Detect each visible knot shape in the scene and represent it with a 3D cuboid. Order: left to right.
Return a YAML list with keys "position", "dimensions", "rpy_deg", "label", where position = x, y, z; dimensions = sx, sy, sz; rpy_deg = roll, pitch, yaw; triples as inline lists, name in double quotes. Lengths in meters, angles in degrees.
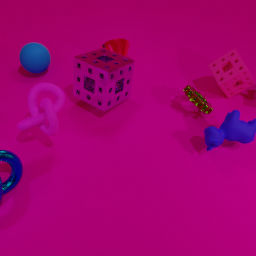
- position: [-3.460, 1.222, 6.844]
  dimensions: [1.767, 0.872, 1.888]
  rpy_deg: [-25, 85, -27]
  label: "knot shape"
- position: [-2.345, -0.564, 7.802]
  dimensions: [1.590, 0.735, 1.488]
  rpy_deg: [1, 72, 36]
  label: "knot shape"

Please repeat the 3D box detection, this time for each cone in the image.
- position: [-0.373, -2.599, 10.779]
  dimensions: [1.179, 1.179, 1.183]
  rpy_deg: [-11, 75, -10]
  label: "cone"

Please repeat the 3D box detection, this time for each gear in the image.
- position: [2.269, -0.924, 9.031]
  dimensions: [1.153, 0.213, 1.153]
  rpy_deg: [35, 24, -19]
  label: "gear"

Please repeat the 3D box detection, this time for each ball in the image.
- position: [-3.414, -2.573, 10.307]
  dimensions: [1.102, 1.102, 1.102]
  rpy_deg: [0, 48, 0]
  label: "ball"

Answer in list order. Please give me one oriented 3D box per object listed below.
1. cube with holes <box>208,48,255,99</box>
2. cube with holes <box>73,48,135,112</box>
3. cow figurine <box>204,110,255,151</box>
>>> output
- position: [3.495, -1.817, 9.449]
  dimensions: [0.981, 0.981, 0.981]
  rpy_deg: [-31, 52, 24]
  label: "cube with holes"
- position: [-0.796, -1.611, 9.086]
  dimensions: [1.361, 1.361, 1.361]
  rpy_deg: [28, 39, 25]
  label: "cube with holes"
- position: [2.871, 0.182, 7.878]
  dimensions: [1.375, 0.755, 1.353]
  rpy_deg: [24, 83, 3]
  label: "cow figurine"
